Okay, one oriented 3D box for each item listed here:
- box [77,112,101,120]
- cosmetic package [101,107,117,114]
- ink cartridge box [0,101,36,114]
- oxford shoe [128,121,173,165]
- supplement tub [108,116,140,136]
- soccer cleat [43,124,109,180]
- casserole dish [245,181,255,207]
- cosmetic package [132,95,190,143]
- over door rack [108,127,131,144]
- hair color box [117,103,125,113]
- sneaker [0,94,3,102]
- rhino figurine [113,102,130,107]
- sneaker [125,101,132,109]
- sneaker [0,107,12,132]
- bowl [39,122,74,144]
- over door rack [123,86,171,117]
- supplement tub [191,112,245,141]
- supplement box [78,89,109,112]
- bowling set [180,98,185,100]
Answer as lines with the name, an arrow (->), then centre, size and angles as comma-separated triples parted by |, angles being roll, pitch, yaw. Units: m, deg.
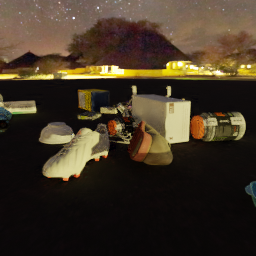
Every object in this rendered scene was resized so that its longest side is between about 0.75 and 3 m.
box -> -1.738, -0.555, 12.655 | 0.756, 0.209, 0.944 | 4, 13, 17
cosmetic package -> -0.949, -0.897, 14.017 | 0.765, 0.280, 0.396 | 4, 13, 15
ink cartridge box -> -5.615, -0.907, 13.976 | 1.881, 0.585, 2.338 | -5, -4, -20
oxford shoe -> 0.566, 0.460, 7.296 | 0.939, 0.885, 2.512 | 24, 12, -5
supplement tub -> -0.140, -0.071, 9.573 | 0.999, 0.612, 0.612 | -9, 15, -32
soccer cleat -> -1.148, 0.486, 6.474 | 0.796, 0.892, 2.298 | 6, 14, 24
casserole dish -> 2.726, 1.217, 4.609 | 1.499, 0.291, 0.908 | 4, 13, 16
cosmetic package -> 1.015, -0.400, 9.489 | 0.954, 1.310, 2.577 | -5, 14, -23
over door rack -> -0.457, 0.249, 8.709 | 1.153, 0.384, 0.852 | -3, 12, -14
hair color box -> -0.354, -1.021, 14.170 | 0.242, 0.395, 0.799 | -38, 12, 4
sneaker -> -7.940, -1.338, 13.990 | 1.649, 1.138, 2.964 | 15, 24, 23
rhino figurine -> -0.274, -1.261, 15.268 | 1.021, 0.305, 0.447 | -8, 8, 26
sneaker -> -0.007, -1.298, 15.597 | 0.338, 0.372, 0.841 | -1, 14, -10
sneaker -> -4.710, -0.156, 10.137 | 0.977, 0.852, 2.173 | 19, 16, -4
bowl -> -2.279, 0.111, 9.012 | 1.154, 0.518, 1.154 | 0, 12, 0
over door rack -> 0.703, -0.876, 11.396 | 1.549, 0.698, 2.097 | -1, -26, -14
supplement tub -> 2.800, -0.046, 8.811 | 1.479, 0.906, 0.906 | -2, 13, -11
supplement box -> -1.868, -1.530, 15.128 | 1.024, 1.018, 1.870 | -8, 15, -31
bowling set -> 1.511, -0.632, 11.177 | 1.302, 1.004, 1.870 | 5, 13, 21
